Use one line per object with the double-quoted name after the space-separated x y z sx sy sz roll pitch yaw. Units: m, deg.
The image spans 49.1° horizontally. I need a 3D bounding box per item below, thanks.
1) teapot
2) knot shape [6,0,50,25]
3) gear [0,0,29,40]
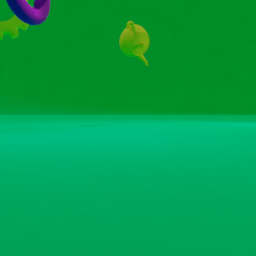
0.335 -3.203 10.639 1.189 1.912 0.936 -39 48 -12 "teapot"
-1.436 -2.825 4.673 0.859 1.860 1.740 20 -40 -28 "knot shape"
-3.908 -3.651 8.433 1.890 1.890 0.350 -1 2 -26 "gear"
